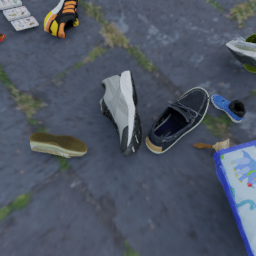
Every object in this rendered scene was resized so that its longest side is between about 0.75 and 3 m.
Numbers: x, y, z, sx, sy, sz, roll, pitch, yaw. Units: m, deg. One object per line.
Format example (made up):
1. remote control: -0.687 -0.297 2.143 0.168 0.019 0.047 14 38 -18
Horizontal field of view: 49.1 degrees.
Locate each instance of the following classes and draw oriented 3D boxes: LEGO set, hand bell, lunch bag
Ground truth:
1. LEGO set: -4.249 -3.296 8.839 2.322 0.570 1.735 -27 64 -26
2. hand bell: 2.017 0.458 6.831 0.826 0.430 0.430 2 61 16
3. lunch bag: 3.294 1.392 5.459 2.821 1.797 2.398 -6 62 -14

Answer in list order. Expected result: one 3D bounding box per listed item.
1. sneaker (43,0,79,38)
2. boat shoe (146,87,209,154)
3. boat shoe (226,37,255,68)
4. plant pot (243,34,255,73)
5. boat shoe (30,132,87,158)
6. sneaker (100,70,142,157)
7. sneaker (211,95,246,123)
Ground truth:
1. sneaker: -1.842 -3.577 8.837 0.859 0.667 1.909 29 66 0
2. boat shoe: 1.306 -0.296 6.983 0.843 0.703 2.259 39 67 21
3. boat shoe: 3.193 -2.060 7.456 0.530 0.610 1.654 -44 24 11
4. plant pot: 3.946 -2.133 7.872 1.012 1.051 1.051 -10 62 -19
5. boat shoe: -1.679 0.469 6.779 1.388 0.437 0.506 10 37 -2
6. sneaker: -0.194 -0.344 6.986 0.965 0.899 2.433 -11 56 5
7. sneaker: 2.610 -0.618 7.231 0.380 0.551 0.990 -32 66 -16
